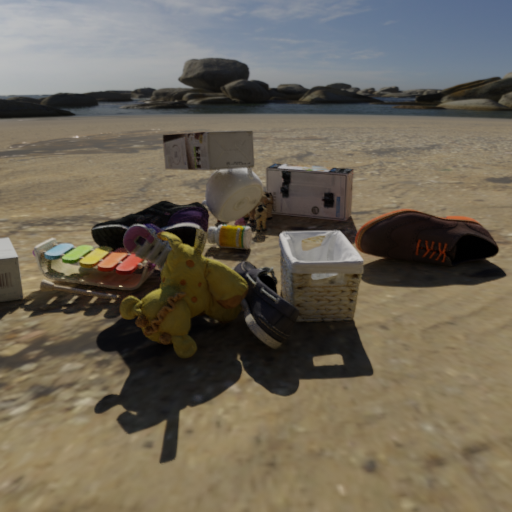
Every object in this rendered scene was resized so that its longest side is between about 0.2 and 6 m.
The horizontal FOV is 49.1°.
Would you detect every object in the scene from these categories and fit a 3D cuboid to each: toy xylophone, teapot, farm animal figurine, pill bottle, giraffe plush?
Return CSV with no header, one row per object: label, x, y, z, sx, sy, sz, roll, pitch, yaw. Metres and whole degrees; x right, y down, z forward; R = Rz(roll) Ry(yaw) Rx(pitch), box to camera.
toy xylophone,-2.823,0.205,9.859,2.216,0.557,1.622,5,16,-4
teapot,-0.542,-1.389,11.292,1.292,1.276,0.944,-35,68,-5
farm animal figurine,-0.128,-1.267,14.035,1.706,0.890,1.687,14,23,36
pill bottle,-0.577,-0.412,12.077,0.891,0.503,0.503,5,19,15
giraffe plush,-1.062,0.671,7.808,1.524,1.766,1.432,18,56,19

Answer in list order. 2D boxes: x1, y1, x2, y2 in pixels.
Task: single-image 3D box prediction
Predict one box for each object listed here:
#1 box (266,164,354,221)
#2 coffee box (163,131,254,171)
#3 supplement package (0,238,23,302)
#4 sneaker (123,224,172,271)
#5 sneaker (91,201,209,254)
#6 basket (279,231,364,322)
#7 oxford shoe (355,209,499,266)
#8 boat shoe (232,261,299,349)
box,1.376,-1.680,14.704,2.215,1.292,0.666,9,23,20
coffee box,-0.926,-1.967,10.484,0.976,0.689,1.727,-10,14,-35
supplement package,-4.542,0.248,9.641,0.778,0.780,1.330,-10,21,-27
sneaker,-1.472,-0.009,9.614,1.632,0.656,0.721,40,16,-8
sneaker,-2.064,-0.587,11.162,2.330,0.883,1.020,-1,48,7
basket,0.990,0.301,9.105,1.130,1.028,1.666,-1,19,-4
oxford shoe,3.401,-0.309,11.079,2.836,1.009,1.029,-3,24,-10
boat shoe,0.159,0.551,8.421,0.800,0.691,2.203,36,12,-23
